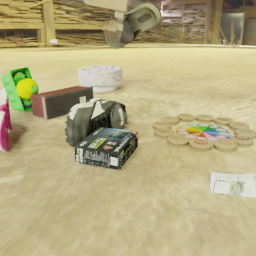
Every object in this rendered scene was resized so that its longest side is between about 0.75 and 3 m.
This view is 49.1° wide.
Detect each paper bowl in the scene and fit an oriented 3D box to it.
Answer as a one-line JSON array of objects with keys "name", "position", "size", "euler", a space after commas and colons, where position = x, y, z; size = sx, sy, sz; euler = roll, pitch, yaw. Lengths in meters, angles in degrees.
[{"name": "paper bowl", "position": [-1.274, -2.281, 13.115], "size": [2.040, 1.061, 2.040], "euler": [0, 20, 0]}]

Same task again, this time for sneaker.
[{"name": "sneaker", "position": [-3.729, -0.218, 7.289], "size": [1.188, 1.095, 2.692], "euler": [-4, 19, -18]}, {"name": "sneaker", "position": [-0.714, -0.263, 7.627], "size": [1.294, 0.950, 2.860], "euler": [1, 18, 13]}]

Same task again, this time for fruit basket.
[{"name": "fruit basket", "position": [-3.589, -1.393, 9.924], "size": [1.603, 1.603, 1.156], "euler": [7, 21, 18]}]

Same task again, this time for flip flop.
[{"name": "flip flop", "position": [0.046, -3.453, 9.849], "size": [2.675, 1.085, 0.770], "euler": [-9, 47, 49]}]

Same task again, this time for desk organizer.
[{"name": "desk organizer", "position": [-2.261, -0.963, 9.898], "size": [0.828, 0.771, 2.151], "euler": [12, 23, 37]}]

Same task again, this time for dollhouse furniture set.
[{"name": "dollhouse furniture set", "position": [-0.751, -3.602, 8.253], "size": [1.343, 1.568, 1.648], "euler": [8, 0, -6]}]

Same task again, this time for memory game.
[{"name": "memory game", "position": [2.098, 0.037, 7.925], "size": [2.890, 0.184, 2.890], "euler": [0, 20, 0]}]

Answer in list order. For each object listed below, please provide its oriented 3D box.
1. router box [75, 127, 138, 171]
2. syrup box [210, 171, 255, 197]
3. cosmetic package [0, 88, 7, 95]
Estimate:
[{"name": "router box", "position": [-0.447, 0.428, 6.462], "size": [1.032, 0.428, 1.377], "euler": [6, 21, 18]}, {"name": "syrup box", "position": [1.904, 1.005, 5.019], "size": [0.778, 0.306, 0.317], "euler": [2, 20, 6]}, {"name": "cosmetic package", "position": [-5.129, -1.422, 11.699], "size": [0.956, 0.405, 0.514], "euler": [8, 19, 25]}]
